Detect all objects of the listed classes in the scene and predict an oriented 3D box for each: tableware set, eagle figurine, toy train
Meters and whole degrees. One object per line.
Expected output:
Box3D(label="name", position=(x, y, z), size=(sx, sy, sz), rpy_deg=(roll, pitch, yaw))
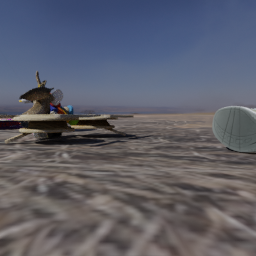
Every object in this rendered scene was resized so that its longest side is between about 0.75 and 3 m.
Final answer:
Box3D(label="tableware set", position=(-1.231, -0.017, 6.272), size=(1.840, 0.558, 2.783), rpy_deg=(1, 2, 30))
Box3D(label="eagle figurine", position=(-2.881, -0.855, 8.951), size=(1.270, 1.277, 1.683), rpy_deg=(-35, 30, 10))
Box3D(label="toy train", position=(-2.461, -0.383, 10.565), size=(1.459, 1.067, 2.522), rpy_deg=(19, 14, -41))

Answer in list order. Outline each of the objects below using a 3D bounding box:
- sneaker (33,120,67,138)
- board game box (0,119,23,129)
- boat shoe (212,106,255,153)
Box3D(label="sneaker", position=(-1.718, 0.016, 6.685), size=(0.530, 0.447, 1.212), rpy_deg=(2, 8, 19))
Box3D(label="board game box", position=(-4.101, -0.183, 10.709), size=(1.568, 0.422, 2.613), rpy_deg=(-2, 1, 44))
Box3D(label="boat shoe", position=(2.068, 0.067, 4.180), size=(0.599, 0.689, 1.869), rpy_deg=(5, 4, -31))
